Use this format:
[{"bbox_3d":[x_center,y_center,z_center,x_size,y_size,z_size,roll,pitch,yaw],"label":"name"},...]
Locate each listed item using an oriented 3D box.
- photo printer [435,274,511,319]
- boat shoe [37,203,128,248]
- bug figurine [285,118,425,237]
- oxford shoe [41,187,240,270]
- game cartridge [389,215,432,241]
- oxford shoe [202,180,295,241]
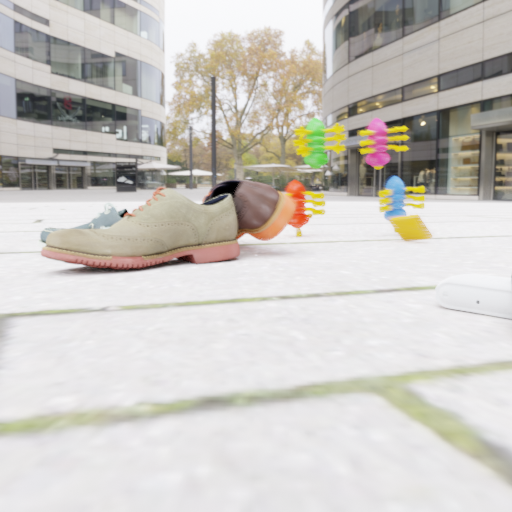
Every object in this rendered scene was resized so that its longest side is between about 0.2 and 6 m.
[{"bbox_3d":[2.308,0.381,5.599,0.755,0.315,0.907,-7,10,-44],"label":"photo printer"},{"bbox_3d":[-2.457,-0.509,10.263,3.071,0.949,1.118,0,7,3],"label":"boat shoe"},{"bbox_3d":[2.223,-1.905,13.644,3.682,2.856,0.947,-3,17,-7],"label":"bug figurine"},{"bbox_3d":[-1.706,-0.456,8.708,3.256,1.217,1.147,-6,9,-40],"label":"oxford shoe"},{"bbox_3d":[3.407,-0.615,12.382,0.125,0.677,0.768,-51,25,-24],"label":"game cartridge"},{"bbox_3d":[-0.532,-0.974,10.888,1.197,1.175,3.301,33,-18,-23],"label":"oxford shoe"}]
